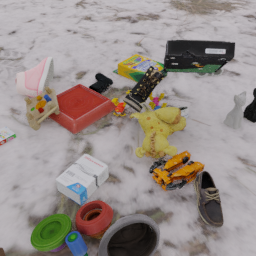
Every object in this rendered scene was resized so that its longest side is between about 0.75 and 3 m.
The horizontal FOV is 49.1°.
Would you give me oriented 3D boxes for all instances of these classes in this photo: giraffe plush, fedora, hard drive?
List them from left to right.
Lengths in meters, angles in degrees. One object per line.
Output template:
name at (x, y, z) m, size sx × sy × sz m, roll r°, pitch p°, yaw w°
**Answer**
fedora at (-0.033, 2.785, 7.059) m, size 1.644 × 1.454 × 0.742 m, roll -28°, pitch 17°, yaw -14°
giraffe plush at (1.051, 0.283, 9.695) m, size 1.814 × 2.103 × 1.705 m, roll -21°, pitch 59°, yaw 37°
hard drive at (2.263, -2.382, 9.612) m, size 2.027 × 0.549 × 2.901 m, roll 4°, pitch 1°, yaw 6°

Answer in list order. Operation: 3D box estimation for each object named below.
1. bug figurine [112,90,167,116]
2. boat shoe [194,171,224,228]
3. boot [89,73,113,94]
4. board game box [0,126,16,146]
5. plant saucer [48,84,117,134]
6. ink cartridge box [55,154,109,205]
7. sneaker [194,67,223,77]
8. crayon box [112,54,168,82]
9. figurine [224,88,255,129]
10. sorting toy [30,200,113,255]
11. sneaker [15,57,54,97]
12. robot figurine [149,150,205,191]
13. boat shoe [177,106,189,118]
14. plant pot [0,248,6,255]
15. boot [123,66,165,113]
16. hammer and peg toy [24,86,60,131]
bug figurine at (0.578, -0.992, 11.888) m, size 2.335 × 0.601 × 1.811 m, roll 8°, pitch 33°, yaw 19°
boat shoe at (2.353, 2.023, 8.251) m, size 0.673 × 0.662 × 1.806 m, roll -4°, pitch 40°, yaw -5°
boot at (-1.441, -2.134, 13.444) m, size 1.258 × 0.465 × 1.031 m, roll 30°, pitch 54°, yaw 34°
board game box at (-4.849, 0.342, 10.642) m, size 0.700 × 0.184 × 0.915 m, roll 31°, pitch 49°, yaw 32°
plant saucer at (-2.167, -1.026, 12.081) m, size 2.520 × 0.462 × 2.515 m, roll 29°, pitch 48°, yaw 31°
ink cartridge box at (-1.410, 1.584, 8.843) m, size 1.001 × 0.577 × 1.379 m, roll 24°, pitch 46°, yaw 26°
sneaker at (3.986, -3.044, 14.458) m, size 1.680 × 0.655 × 0.835 m, roll 2°, pitch 32°, yaw -12°
crayon box at (0.590, -3.043, 14.351) m, size 2.471 × 0.637 × 1.553 m, roll 28°, pitch 47°, yaw 30°
figurine at (4.638, -0.861, 11.013) m, size 1.599 × 1.560 × 0.688 m, roll -18°, pitch 43°, yaw -19°
sorting toy at (-1.336, 2.807, 7.328) m, size 2.189 × 0.899 × 1.315 m, roll -21°, pitch 27°, yaw -6°
sneaker at (-4.467, -2.537, 13.364) m, size 1.523 × 1.097 × 2.914 m, roll 4°, pitch 44°, yaw -3°
robot figurine at (1.562, 1.418, 9.099) m, size 1.775 × 0.517 × 1.287 m, roll -23°, pitch 45°, yaw -26°
boat shoe at (1.712, -0.650, 11.550) m, size 1.595 × 0.533 × 0.587 m, roll -9°, pitch 40°, yaw -8°
plant pot at (-3.448, 3.270, 6.741) m, size 0.907 × 0.848 × 0.848 m, roll -13°, pitch 40°, yaw -36°
boot at (0.633, -1.486, 10.565) m, size 0.812 × 1.672 × 2.220 m, roll 38°, pitch 10°, yaw -2°
hammer and peg toy at (-3.384, -0.720, 11.215) m, size 1.421 × 0.681 × 1.932 m, roll -27°, pitch 49°, yaw 3°
